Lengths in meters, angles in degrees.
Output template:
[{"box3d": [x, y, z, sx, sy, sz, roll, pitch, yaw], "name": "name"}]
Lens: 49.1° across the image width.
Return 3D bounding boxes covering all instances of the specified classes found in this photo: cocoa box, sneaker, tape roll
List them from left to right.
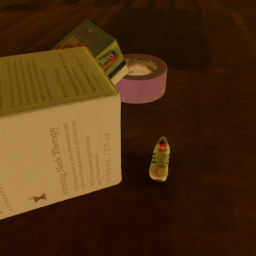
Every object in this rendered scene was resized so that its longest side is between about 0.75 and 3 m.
[{"box3d": [-1.227, -1.574, 7.489, 2.019, 1.325, 1.347, -44, 61, -7], "name": "cocoa box"}, {"box3d": [0.261, -1.585, 8.759, 1.868, 0.794, 1.868, 1, 37, 0], "name": "tape roll"}, {"box3d": [0.687, 0.627, 5.988, 0.389, 0.516, 1.104, 7, 36, 8], "name": "sneaker"}]

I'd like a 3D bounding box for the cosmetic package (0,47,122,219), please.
[{"box3d": [-1.705, -0.019, 5.406, 2.623, 2.195, 2.182, -14, 41, -17], "name": "cosmetic package"}]
